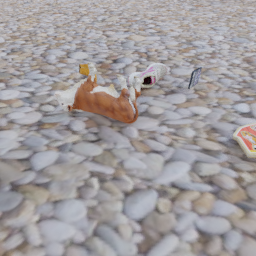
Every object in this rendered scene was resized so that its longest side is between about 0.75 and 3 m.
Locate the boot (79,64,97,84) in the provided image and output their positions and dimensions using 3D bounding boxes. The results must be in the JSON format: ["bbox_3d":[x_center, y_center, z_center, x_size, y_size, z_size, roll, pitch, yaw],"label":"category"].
[{"bbox_3d":[-1.531,-2.026,10.576,0.612,0.301,0.855,-6,72,-30],"label":"boot"}]

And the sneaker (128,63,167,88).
[{"bbox_3d":[0.862,-1.856,10.337,1.649,0.671,0.728,-29,41,-21],"label":"sneaker"}]

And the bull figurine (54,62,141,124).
[{"bbox_3d":[-0.872,-1.015,8.472,2.651,1.609,0.863,16,22,6],"label":"bull figurine"}]

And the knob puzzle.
[{"bbox_3d":[3.805,0.221,7.520,2.128,0.295,2.128,1,26,-1],"label":"knob puzzle"}]

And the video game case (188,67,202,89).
[{"bbox_3d":[2.386,-1.785,9.955,0.085,0.642,0.899,23,31,23],"label":"video game case"}]
